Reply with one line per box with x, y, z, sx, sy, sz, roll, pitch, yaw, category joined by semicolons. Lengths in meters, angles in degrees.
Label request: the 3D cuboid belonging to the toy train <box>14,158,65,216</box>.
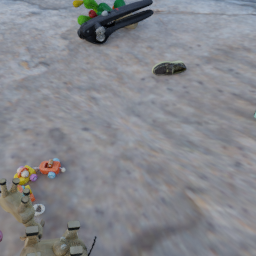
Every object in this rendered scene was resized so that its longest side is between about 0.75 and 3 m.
-1.899;1.075;5.706;0.985;0.365;1.312;5;45;5;toy train

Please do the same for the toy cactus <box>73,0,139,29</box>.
-0.642;-4.642;10.876;2.369;1.468;2.871;29;43;13;toy cactus

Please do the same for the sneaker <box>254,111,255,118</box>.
4.057;-0.483;7.163;1.495;0.581;1.046;-40;58;-21;sneaker

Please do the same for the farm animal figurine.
-1.564;1.942;4.456;2.055;1.084;2.078;11;38;-6;farm animal figurine

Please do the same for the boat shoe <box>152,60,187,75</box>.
1.279;-1.816;8.547;1.113;0.408;0.361;-16;42;-15;boat shoe

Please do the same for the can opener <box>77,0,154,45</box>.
-0.391;-3.872;9.914;2.961;0.939;1.164;-27;59;-7;can opener
